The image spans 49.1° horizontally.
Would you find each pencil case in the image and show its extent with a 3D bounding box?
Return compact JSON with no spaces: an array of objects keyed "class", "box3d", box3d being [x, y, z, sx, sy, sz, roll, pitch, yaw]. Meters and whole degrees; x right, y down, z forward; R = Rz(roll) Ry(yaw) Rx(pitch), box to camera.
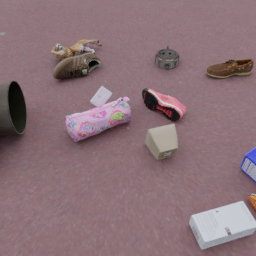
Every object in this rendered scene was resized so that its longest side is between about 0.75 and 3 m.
[{"class":"pencil case","box3d":[-1.155,-0.399,11.400,2.730,1.193,1.193,-21,51,-17]}]

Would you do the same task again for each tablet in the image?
[{"class":"tablet","box3d":[-1.143,-1.298,11.947,0.575,0.883,0.060,34,19,-19]}]

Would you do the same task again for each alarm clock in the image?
[{"class":"alarm clock","box3d":[2.067,-3.559,14.711,1.258,0.621,1.865,3,51,3]}]

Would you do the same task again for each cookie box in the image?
[{"class":"cookie box","box3d":[5.628,1.521,9.779,2.114,0.929,2.471,-26,52,-22]}]

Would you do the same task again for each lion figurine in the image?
[{"class":"lion figurine","box3d":[-2.773,-4.314,15.311,1.596,0.944,2.606,21,36,28]}]

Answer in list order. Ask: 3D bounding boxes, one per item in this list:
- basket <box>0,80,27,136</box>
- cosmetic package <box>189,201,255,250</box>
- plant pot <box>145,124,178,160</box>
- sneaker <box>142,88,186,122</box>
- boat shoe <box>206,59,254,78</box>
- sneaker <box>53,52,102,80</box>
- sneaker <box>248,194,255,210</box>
[{"class":"basket","box3d":[-5.803,-0.574,11.083,2.917,1.984,2.630,-11,36,-5]},{"class":"cosmetic package","box3d":[2.921,2.980,8.638,1.802,0.667,0.916,-14,49,-11]},{"class":"plant pot","box3d":[1.338,0.601,10.642,1.065,1.066,0.944,-12,62,-11]},{"class":"sneaker","box3d":[1.596,-1.112,12.447,2.199,0.810,0.954,36,47,20]},{"class":"boat shoe","box3d":[5.135,-3.090,14.094,2.410,0.814,0.867,-6,48,-5]},{"class":"sneaker","box3d":[-2.472,-3.037,13.989,2.586,0.911,0.977,-35,57,-27]},{"class":"sneaker","box3d":[4.307,2.735,8.961,0.738,0.511,1.318,-32,55,-27]}]
